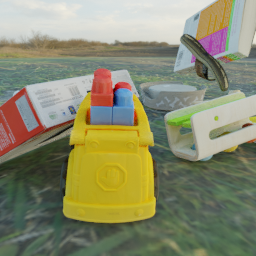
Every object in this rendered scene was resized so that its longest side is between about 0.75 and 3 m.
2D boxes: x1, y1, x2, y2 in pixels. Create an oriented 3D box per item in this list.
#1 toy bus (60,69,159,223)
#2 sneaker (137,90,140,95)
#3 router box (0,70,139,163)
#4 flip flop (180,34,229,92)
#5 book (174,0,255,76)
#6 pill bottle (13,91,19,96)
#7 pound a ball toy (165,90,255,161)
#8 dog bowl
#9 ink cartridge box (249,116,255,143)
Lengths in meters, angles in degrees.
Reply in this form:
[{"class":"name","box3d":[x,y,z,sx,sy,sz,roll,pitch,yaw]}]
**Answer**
[{"class":"toy bus","box3d":[-0.294,0.056,4.519,1.480,2.094,2.181,0,25,-4]},{"class":"sneaker","box3d":[-0.046,-1.211,11.501,1.497,0.565,0.852,-15,23,-25]},{"class":"router box","box3d":[-1.557,-0.201,5.883,2.627,0.715,2.927,-25,1,35]},{"class":"flip flop","box3d":[1.734,-1.483,6.532,1.657,0.477,0.672,50,34,8]},{"class":"book","box3d":[2.585,-2.848,8.652,0.716,1.990,2.979,17,-6,-23]},{"class":"pill bottle","box3d":[-3.457,-1.024,10.350,1.514,0.844,0.844,7,18,20]},{"class":"pound a ball toy","box3d":[2.229,-0.113,6.699,2.808,1.193,1.831,-16,10,-22]},{"class":"dog bowl","box3d":[1.814,-1.354,11.498,2.722,0.798,2.722,0,17,0]},{"class":"ink cartridge box","box3d":[4.397,0.109,7.289,2.294,0.539,2.267,-11,19,-24]}]
